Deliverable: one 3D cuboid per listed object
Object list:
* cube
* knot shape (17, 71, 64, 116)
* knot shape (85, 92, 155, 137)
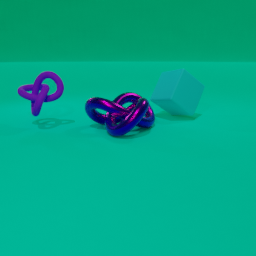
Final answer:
[{"bbox_3d":[1.612,-1.141,9.178,1.099,1.099,1.099,30,-12,-30],"label":"cube"},{"bbox_3d":[-2.490,-0.912,7.886,1.325,1.240,0.612,-10,-31,18],"label":"knot shape"},{"bbox_3d":[-0.095,-0.392,7.644,2.047,0.946,1.915,-5,15,-15],"label":"knot shape"}]
